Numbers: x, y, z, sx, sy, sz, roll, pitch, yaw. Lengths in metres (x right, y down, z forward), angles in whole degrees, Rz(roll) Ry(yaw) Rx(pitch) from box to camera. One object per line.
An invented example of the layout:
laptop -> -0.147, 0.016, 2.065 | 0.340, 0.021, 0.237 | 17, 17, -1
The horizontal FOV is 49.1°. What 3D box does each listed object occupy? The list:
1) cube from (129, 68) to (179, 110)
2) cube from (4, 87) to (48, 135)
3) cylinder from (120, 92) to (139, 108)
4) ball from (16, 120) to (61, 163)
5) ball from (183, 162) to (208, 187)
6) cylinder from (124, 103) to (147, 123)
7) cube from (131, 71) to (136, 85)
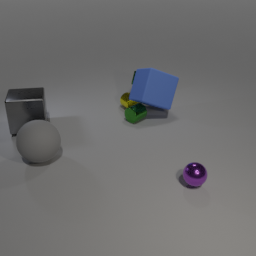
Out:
cube -> 1.078, -1.678, 11.996 | 1.400, 1.400, 1.400 | 14, 3, -25
cube -> -3.988, -0.709, 11.147 | 1.400, 1.400, 1.400 | -6, 28, -14
cylinder -> 0.099, -1.217, 12.917 | 0.700, 0.700, 0.700 | -16, 31, -27
ball -> -2.920, 0.433, 9.169 | 1.400, 1.400, 1.400 | 0, 29, 0
ball -> 1.939, 1.338, 8.105 | 0.700, 0.700, 0.700 | 0, 29, 0
cylinder -> 0.329, -0.631, 11.856 | 0.700, 0.700, 0.700 | 25, 37, 37
cube -> 0.634, -2.494, 14.536 | 0.700, 0.700, 0.700 | 15, 3, 9
